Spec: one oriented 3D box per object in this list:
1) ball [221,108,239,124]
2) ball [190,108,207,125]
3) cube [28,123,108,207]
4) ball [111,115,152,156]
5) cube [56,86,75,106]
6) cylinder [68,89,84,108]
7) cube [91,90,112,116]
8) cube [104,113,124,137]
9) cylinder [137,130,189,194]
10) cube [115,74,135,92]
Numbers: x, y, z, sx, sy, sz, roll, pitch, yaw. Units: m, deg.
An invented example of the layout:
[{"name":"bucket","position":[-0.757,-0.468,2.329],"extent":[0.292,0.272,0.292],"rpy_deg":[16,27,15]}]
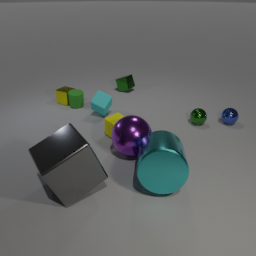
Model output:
[{"name":"ball","position":[4.283,-0.504,11.783],"extent":[0.700,0.700,0.700],"rpy_deg":[0,28,0]},{"name":"ball","position":[2.956,-0.483,11.758],"extent":[0.700,0.700,0.700],"rpy_deg":[0,28,0]},{"name":"cube","position":[-1.651,0.989,7.772],"extent":[1.400,1.400,1.400],"rpy_deg":[-35,38,-14]},{"name":"ball","position":[0.129,0.264,9.522],"extent":[1.400,1.400,1.400],"rpy_deg":[0,28,0]},{"name":"cube","position":[-3.053,-1.592,13.828],"extent":[0.700,0.700,0.700],"rpy_deg":[16,31,25]},{"name":"cylinder","position":[-2.475,-1.402,13.388],"extent":[0.700,0.700,0.700],"rpy_deg":[2,34,-1]},{"name":"cube","position":[-1.167,-1.094,12.348],"extent":[0.700,0.700,0.700],"rpy_deg":[28,66,7]},{"name":"cube","position":[-0.420,-0.060,10.760],"extent":[0.700,0.700,0.700],"rpy_deg":[-26,44,-34]},{"name":"cylinder","position":[0.977,0.947,8.097],"extent":[1.400,1.400,1.400],"rpy_deg":[2,20,4]},{"name":"cube","position":[-0.140,-2.453,15.283],"extent":[0.700,0.700,0.700],"rpy_deg":[-5,20,38]}]
